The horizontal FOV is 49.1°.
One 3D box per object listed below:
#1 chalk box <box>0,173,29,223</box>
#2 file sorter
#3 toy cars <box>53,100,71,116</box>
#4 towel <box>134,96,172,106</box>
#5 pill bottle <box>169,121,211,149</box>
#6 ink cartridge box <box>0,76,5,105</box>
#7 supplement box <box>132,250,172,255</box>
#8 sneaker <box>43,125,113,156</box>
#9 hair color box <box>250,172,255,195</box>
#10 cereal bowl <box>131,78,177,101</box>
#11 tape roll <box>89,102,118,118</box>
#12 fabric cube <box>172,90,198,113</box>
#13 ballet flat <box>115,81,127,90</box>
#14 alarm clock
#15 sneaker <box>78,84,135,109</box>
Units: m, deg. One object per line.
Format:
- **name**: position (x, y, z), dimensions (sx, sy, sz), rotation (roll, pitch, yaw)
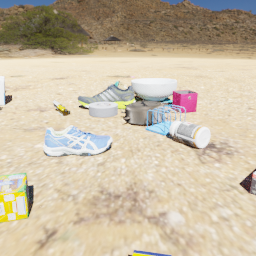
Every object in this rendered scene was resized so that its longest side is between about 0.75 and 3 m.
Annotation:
- **chalk box**: position (-2.336, 1.323, 5.644), dimensions (0.630, 0.633, 1.017), rotation (-5, 20, -16)
- **file sorter**: position (1.448, -0.340, 10.500), dimensions (1.325, 0.813, 0.919), rotation (-16, 24, -41)
- **toy cars**: position (-3.092, -0.879, 12.767), dimensions (0.782, 0.386, 1.743), rotation (37, -2, -31)
- **towel**: position (1.310, -1.504, 15.001), dimensions (1.751, 0.259, 2.388), rotation (-8, 19, -24)
- **pill bottle**: position (1.980, 0.176, 9.077), dimensions (0.709, 0.709, 1.219), rotation (-14, 23, -36)
- **ink cartridge box**: position (-7.119, -1.994, 14.647), dimensions (1.271, 1.277, 1.740), rotation (-1, 17, -23)
- **supplement box**: position (0.245, 2.084, 3.426), dimensions (0.546, 0.543, 0.998), rotation (4, 18, 11)
- **sneaker**: position (-1.473, 0.361, 8.356), dimensions (2.070, 0.797, 0.784), rotation (-3, 16, -14)
- **hair color box**: position (3.589, 1.125, 6.433), dimensions (0.922, 0.532, 1.663), rotation (16, 25, 39)
- **cereal bowl**: position (1.355, -2.000, 14.713), dimensions (2.439, 1.016, 2.439), rotation (0, 16, 0)
- **tape roll**: position (-1.114, -0.844, 12.656), dimensions (1.318, 0.436, 1.318), rotation (0, 18, 0)
- **fabric cube**: position (2.659, -1.258, 13.179), dimensions (0.896, 0.911, 0.914), rotation (-4, 18, -16)
- **ballet flat**: position (-0.406, -1.937, 15.622), dimensions (0.961, 1.038, 2.943), rotation (24, 18, -10)
- **alarm clock**: position (0.948, -0.683, 11.529), dimensions (2.423, 0.807, 1.634), rotation (-1, 15, -6)
- **sneaker**: position (-1.022, -1.570, 13.709), dimensions (2.866, 1.160, 1.059), rotation (-2, 18, -7)
